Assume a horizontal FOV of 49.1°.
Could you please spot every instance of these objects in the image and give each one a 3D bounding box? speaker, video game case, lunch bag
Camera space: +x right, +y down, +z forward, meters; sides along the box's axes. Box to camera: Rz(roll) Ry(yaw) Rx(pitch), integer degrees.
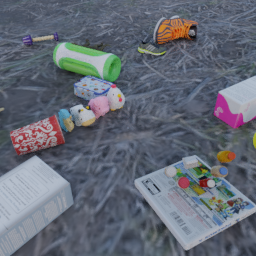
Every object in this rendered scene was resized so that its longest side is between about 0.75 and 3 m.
[{"bbox_3d":[-1.566,-2.500,10.573,2.521,1.115,1.115,20,44,22],"label":"speaker"},{"bbox_3d":[1.416,1.499,6.255,1.837,0.222,2.015,-19,35,-21],"label":"video game case"},{"bbox_3d":[-1.173,-1.387,9.708,1.315,0.497,1.054,24,44,25],"label":"lunch bag"}]

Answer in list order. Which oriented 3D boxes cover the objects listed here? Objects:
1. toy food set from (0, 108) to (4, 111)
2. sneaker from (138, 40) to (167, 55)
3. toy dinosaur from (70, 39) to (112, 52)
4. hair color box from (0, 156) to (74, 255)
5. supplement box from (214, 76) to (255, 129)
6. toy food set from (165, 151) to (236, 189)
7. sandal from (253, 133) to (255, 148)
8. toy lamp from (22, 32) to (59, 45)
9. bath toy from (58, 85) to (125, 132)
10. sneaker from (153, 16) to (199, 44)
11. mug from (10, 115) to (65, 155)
[{"bbox_3d":[-4.694,-0.542,8.895,1.521,0.305,1.050,23,37,33],"label":"toy food set"},{"bbox_3d":[1.061,-3.534,12.253,1.303,0.528,0.482,10,41,12],"label":"sneaker"},{"bbox_3d":[-1.578,-3.363,12.101,1.781,0.685,0.911,14,53,7],"label":"toy dinosaur"},{"bbox_3d":[-2.513,1.764,5.671,1.260,0.772,2.545,29,47,31],"label":"hair color box"},{"bbox_3d":[3.677,-0.837,8.707,1.786,0.904,0.923,-23,45,-26],"label":"supplement box"},{"bbox_3d":[1.567,0.926,6.020,1.478,0.665,0.706,-11,81,0],"label":"toy food set"},{"bbox_3d":[4.551,0.532,7.076,1.061,0.968,2.436,-28,48,-35],"label":"sandal"},{"bbox_3d":[-4.095,-4.172,13.104,1.596,0.464,0.464,-15,42,-21],"label":"toy lamp"},{"bbox_3d":[-1.003,-0.658,8.556,2.270,0.839,0.987,-29,48,-31],"label":"bath toy"},{"bbox_3d":[2.398,-4.576,13.082,1.570,1.087,2.803,22,45,26],"label":"sneaker"},{"bbox_3d":[-2.447,0.265,7.660,1.241,1.102,0.828,-19,79,-16],"label":"mug"}]
